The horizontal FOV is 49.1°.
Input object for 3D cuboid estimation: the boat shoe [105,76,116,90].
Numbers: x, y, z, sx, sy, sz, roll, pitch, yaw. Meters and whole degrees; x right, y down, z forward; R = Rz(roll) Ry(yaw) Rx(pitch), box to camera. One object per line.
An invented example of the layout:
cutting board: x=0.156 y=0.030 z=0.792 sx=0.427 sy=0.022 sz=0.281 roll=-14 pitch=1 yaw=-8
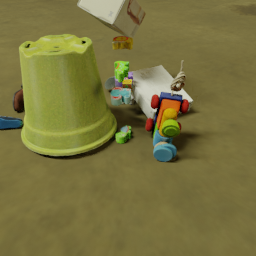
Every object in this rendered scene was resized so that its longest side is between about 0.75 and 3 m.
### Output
boat shoe: x=-0.398 y=-1.701 z=10.036 sx=0.345 sy=1.076 sz=0.397 roll=3 pitch=61 yaw=-52

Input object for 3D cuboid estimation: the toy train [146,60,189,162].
toy train: x=1.042 y=-0.341 z=6.890 sx=0.968 sy=2.287 sz=1.324 roll=8 pitch=42 yaw=-1

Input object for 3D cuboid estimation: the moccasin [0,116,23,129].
moccasin: x=-3.644 y=-0.159 z=8.347 sx=0.972 sy=0.391 sz=0.331 roll=8 pitch=19 yaw=-12

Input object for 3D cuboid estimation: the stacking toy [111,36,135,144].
stacking toy: x=-0.205 y=-1.207 z=8.248 sx=0.676 sy=2.168 sz=2.875 roll=0 pitch=35 yaw=4

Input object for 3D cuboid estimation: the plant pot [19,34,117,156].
plant pot: x=-1.744 y=-1.070 z=7.604 sx=2.748 sy=2.526 sz=2.748 roll=-2 pitch=31 yaw=1

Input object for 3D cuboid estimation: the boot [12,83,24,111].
boot: x=-2.982 y=-1.024 z=9.330 sx=1.405 sy=0.481 sz=1.323 roll=5 pitch=43 yaw=8

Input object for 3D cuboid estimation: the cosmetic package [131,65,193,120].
cosmetic package: x=0.935 y=-1.192 z=9.192 sx=1.485 sy=0.509 sz=1.970 roll=-15 pitch=53 yaw=-24

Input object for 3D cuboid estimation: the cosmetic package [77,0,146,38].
cosmetic package: x=-0.387 y=-3.641 z=8.625 sx=1.235 sy=1.042 sz=2.389 roll=32 pitch=14 yaw=7
